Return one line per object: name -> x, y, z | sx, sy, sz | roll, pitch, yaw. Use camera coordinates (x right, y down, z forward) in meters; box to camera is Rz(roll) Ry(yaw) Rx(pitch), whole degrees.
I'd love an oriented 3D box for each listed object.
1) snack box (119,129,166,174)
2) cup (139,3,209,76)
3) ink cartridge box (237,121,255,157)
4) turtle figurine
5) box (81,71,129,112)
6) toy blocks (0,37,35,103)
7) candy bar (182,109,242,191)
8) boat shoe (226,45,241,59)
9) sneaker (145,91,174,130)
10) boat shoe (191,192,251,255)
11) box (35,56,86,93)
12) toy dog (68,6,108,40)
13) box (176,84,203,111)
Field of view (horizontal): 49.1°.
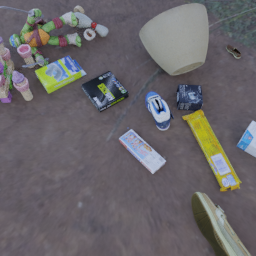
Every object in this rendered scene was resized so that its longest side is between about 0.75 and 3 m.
snack box -> 0.430, 0.705, 8.723 | 0.556, 0.188, 1.547 | -37, 66, -24
cup -> 1.810, -2.883, 9.853 | 2.438, 2.438, 1.744 | -18, 87, -10
ink cartridge box -> 4.169, 0.476, 8.690 | 1.197, 0.501, 0.868 | 32, 65, 18
turtle figurine -> -2.963, -3.265, 10.179 | 2.500, 2.578, 1.855 | -20, 95, -16
box -> -0.812, -1.308, 9.868 | 1.221, 0.300, 1.265 | -28, 63, -19
toy blocks -> -4.442, -2.063, 9.388 | 2.190, 1.843, 2.046 | -7, 60, -2
candy bar -> 2.571, 0.624, 8.710 | 0.713, 0.317, 2.858 | -18, 61, -4
boat shoe -> 4.133, -3.031, 10.895 | 0.281, 0.282, 0.762 | -28, 63, -16
sneaker -> 0.942, -0.805, 9.011 | 0.646, 1.173, 1.603 | -18, 60, 0
boat shoe -> 2.437, 2.668, 7.257 | 0.716, 0.830, 2.274 | -18, 62, -21
box -> -2.446, -2.013, 10.247 | 1.573, 0.375, 0.959 | -31, 65, -16
toy dog -> -1.686, -4.103, 11.382 | 1.138, 0.831, 1.725 | -38, 81, -23
box -> 2.107, -1.049, 9.617 | 0.802, 0.471, 0.789 | 3, 60, 0
